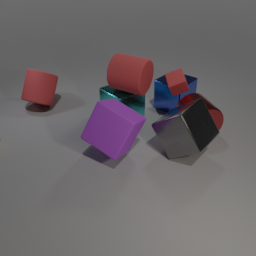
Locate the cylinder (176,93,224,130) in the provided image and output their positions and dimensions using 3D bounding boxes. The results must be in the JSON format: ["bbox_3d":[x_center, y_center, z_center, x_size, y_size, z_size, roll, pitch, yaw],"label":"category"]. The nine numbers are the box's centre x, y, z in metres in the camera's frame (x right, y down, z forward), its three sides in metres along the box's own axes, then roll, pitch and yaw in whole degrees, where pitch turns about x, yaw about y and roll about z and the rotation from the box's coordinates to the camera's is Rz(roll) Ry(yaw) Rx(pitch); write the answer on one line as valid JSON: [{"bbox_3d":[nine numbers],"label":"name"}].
[{"bbox_3d":[2.773,-0.472,11.005,1.400,1.400,1.400,-9,33,-13],"label":"cylinder"}]

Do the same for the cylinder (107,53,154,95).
[{"bbox_3d":[0.102,-2.100,10.924,1.400,1.400,1.400,17,36,21],"label":"cylinder"}]

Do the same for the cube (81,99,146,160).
[{"bbox_3d":[-0.456,-0.011,9.371,1.400,1.400,1.400,32,18,12],"label":"cube"}]

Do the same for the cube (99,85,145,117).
[{"bbox_3d":[-0.236,-1.038,11.919,1.400,1.400,1.400,-24,39,-33],"label":"cube"}]

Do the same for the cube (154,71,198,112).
[{"bbox_3d":[2.142,-1.595,12.745,1.400,1.400,1.400,26,43,36],"label":"cube"}]

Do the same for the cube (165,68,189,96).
[{"bbox_3d":[1.969,-1.833,11.228,0.700,0.700,0.700,-19,59,16],"label":"cube"}]

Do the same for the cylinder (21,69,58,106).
[{"bbox_3d":[-4.003,-1.831,12.721,1.400,1.400,1.400,12,3,-1],"label":"cylinder"}]

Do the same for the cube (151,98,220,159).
[{"bbox_3d":[1.953,0.031,9.521,1.400,1.400,1.400,-35,9,-39],"label":"cube"}]
